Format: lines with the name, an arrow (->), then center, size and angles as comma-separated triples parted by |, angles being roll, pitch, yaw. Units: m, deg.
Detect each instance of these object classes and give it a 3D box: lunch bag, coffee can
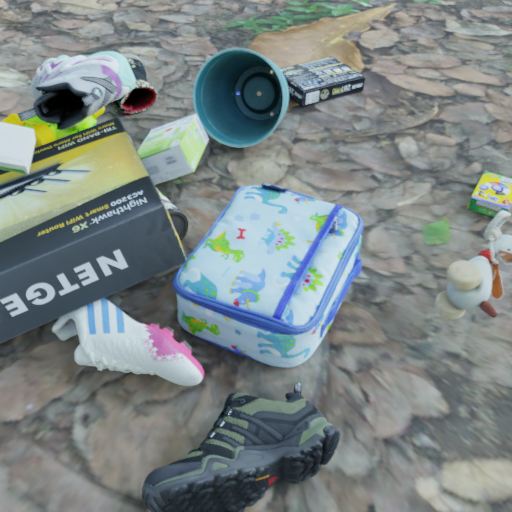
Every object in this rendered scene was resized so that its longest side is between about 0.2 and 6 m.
lunch bag -> 0.327, 0.189, 9.226 | 2.491, 1.277, 3.098 | 20, 47, 18
coffee can -> -1.919, -0.746, 10.589 | 0.822, 0.822, 1.123 | -26, 47, -26

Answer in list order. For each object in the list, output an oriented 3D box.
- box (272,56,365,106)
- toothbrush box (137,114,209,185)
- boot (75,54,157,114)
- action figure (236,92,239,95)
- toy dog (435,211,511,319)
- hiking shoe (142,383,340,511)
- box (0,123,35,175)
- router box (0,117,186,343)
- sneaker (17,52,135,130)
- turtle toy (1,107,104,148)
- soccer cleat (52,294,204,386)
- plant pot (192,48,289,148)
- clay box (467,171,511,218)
box -> 1.706, -4.854, 15.456 | 2.034, 0.499, 1.639 | -21, 47, -22
toothbrush box -> -1.818, -2.278, 12.035 | 1.182, 0.699, 1.623 | -14, 31, 19
boot -> -4.025, -4.437, 14.649 | 2.684, 0.969, 2.027 | -16, 47, -17
action figure -> -0.574, -4.470, 14.811 | 0.565, 0.856, 1.730 | 3, 44, 4
toy dog -> 3.702, 0.342, 8.797 | 1.916, 1.264, 0.923 | -44, 59, -11
hiking shoe -> -0.274, 2.426, 7.084 | 2.547, 0.965, 1.282 | -10, 34, -25
box -> -3.945, -1.725, 8.984 | 0.651, 0.560, 0.654 | 10, 80, -18
router box -> -3.790, -0.376, 9.107 | 4.485, 1.171, 3.526 | -24, 41, -10
sneaker -> -3.780, -2.957, 10.423 | 2.741, 1.065, 1.917 | -1, 39, 37
turtle toy -> -4.111, -2.610, 12.255 | 2.592, 1.310, 1.889 | 24, 52, 31
soccer cleat -> -1.939, 1.400, 8.258 | 2.612, 0.913, 1.128 | 26, 59, 32
plant pot -> -0.163, -3.741, 13.079 | 2.094, 2.094, 1.968 | 11, 22, 12
clay box -> 4.952, -1.309, 11.599 | 0.767, 0.318, 1.336 | 22, 47, 21
